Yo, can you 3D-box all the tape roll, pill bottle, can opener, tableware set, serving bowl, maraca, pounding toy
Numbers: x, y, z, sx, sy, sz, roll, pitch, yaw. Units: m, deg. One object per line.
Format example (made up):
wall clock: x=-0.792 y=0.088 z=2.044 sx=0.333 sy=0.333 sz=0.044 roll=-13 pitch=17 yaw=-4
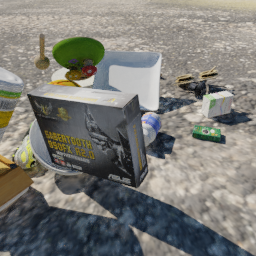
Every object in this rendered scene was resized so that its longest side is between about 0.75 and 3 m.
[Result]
tape roll: x=-2.222 y=-2.253 z=12.876 sx=2.508 sy=0.458 sz=2.508 roll=-2 pitch=36 yaw=1
pill bottle: x=-3.557 y=-0.147 z=6.402 sx=1.453 sy=2.617 sz=1.453 roll=27 pitch=11 yaw=-6
can opener: x=3.290 y=-1.985 z=12.640 sx=0.698 sy=0.563 sz=1.777 roll=44 pitch=39 yaw=3
tableware set: x=3.117 y=-2.437 z=12.867 sx=1.966 sy=0.394 sz=1.300 roll=-7 pitch=19 yaw=23
serving bowl: x=-1.760 y=0.425 z=8.316 sx=2.231 sy=0.734 sz=2.231 roll=10 pitch=56 yaw=-15
maraca: x=-2.220 y=-0.541 z=9.550 sx=2.007 sy=1.566 sz=2.928 roll=18 pitch=46 yaw=-16
pounding toy: x=-2.125 y=-2.461 z=10.721 sx=2.639 sy=2.037 sz=1.225 roll=-2 pitch=76 yaw=-24
pill bottle: x=0.630 y=0.063 z=9.308 sx=0.724 sy=0.724 sz=1.291 roll=10 pitch=32 yaw=16

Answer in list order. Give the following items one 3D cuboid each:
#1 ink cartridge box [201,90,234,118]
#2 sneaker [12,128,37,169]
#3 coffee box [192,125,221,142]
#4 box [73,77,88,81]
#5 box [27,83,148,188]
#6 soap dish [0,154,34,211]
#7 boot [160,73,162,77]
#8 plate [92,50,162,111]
ink cartridge box: x=3.565 y=-0.942 z=10.833 sx=1.353 sy=0.792 sz=0.455 roll=-13 pitch=35 yaw=-18
sneaker: x=-2.932 y=0.597 z=8.688 sx=0.684 sy=0.676 sz=1.792 roll=9 pitch=43 yaw=-1
coffee box: x=2.705 y=0.175 z=9.647 sx=0.928 sy=0.204 sz=0.570 roll=9 pitch=34 yaw=13
box: x=-1.657 y=-2.185 z=13.336 sx=1.886 sy=0.201 sz=1.542 roll=-5 pitch=33 yaw=-8
box: x=-0.965 y=0.144 z=6.933 sx=2.827 sy=2.239 sz=0.683 roll=11 pitch=38 yaw=28
soap dish: x=-3.861 y=1.308 z=7.243 sx=2.194 sy=0.891 sz=1.726 roll=22 pitch=38 yaw=28
boot: x=1.102 y=-2.636 z=13.955 sx=1.035 sy=0.364 sz=0.741 roll=-20 pitch=32 yaw=-34
plate: x=-0.047 y=-1.975 z=11.763 sx=2.802 sy=0.454 sz=2.808 roll=3 pitch=68 yaw=6
